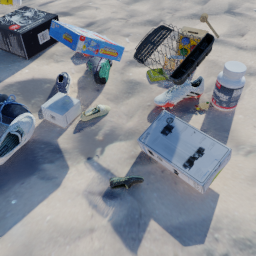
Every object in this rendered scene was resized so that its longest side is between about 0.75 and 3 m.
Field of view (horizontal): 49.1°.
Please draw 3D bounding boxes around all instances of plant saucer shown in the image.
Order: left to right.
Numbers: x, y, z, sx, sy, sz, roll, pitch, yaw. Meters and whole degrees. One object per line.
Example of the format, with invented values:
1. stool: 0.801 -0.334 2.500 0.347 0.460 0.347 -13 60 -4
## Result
1. plant saucer: 1.476 -2.711 13.965 0.920 0.220 0.919 -9 45 -9

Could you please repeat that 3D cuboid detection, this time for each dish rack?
1. dish rack: 1.602 -3.042 10.864 2.885 0.787 2.213 38 83 30

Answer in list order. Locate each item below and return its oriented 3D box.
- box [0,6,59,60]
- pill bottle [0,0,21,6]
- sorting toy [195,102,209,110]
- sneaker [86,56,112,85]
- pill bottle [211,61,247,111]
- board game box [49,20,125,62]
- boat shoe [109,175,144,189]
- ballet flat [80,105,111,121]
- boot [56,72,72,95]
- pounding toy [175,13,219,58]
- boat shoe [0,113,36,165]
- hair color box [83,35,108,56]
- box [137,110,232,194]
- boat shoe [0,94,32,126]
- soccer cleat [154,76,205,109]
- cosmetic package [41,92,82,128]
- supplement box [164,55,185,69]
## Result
1. box: -5.749 -5.461 15.830 2.634 1.506 2.892 22 48 22
2. pill bottle: -3.993 -4.339 9.403 0.751 0.422 0.422 3 43 -15
3. sorting toy: 3.267 -0.918 12.211 0.761 0.129 0.367 -16 47 -17
4. sneaker: -1.563 -2.855 13.740 1.204 1.023 2.750 -4 33 12
5. pill bottle: 4.265 -1.780 11.809 1.143 1.911 1.143 0 45 0
6. board game box: -1.639 -3.445 11.094 2.173 0.620 2.219 1 28 -43
7. boat shoe: -0.037 1.830 9.260 1.159 0.414 0.381 -4 53 -1
8. ballet flat: -1.343 -0.716 11.769 1.421 0.494 0.494 -27 51 -25
9. boot: -3.017 -2.304 13.127 0.654 0.812 1.797 -7 45 -7
10. pounding toy: 3.616 -4.640 14.457 1.988 2.263 1.035 19 48 18
11. boat shoe: -4.085 0.344 10.280 0.887 0.805 2.412 38 54 -21
12. hair color box: -1.832 -4.614 15.689 1.630 0.521 0.904 -21 48 -18
13. box: 1.893 0.755 9.681 2.803 0.843 1.635 33 72 30
14. boat shoe: -5.288 -0.884 11.551 2.900 0.996 1.220 16 47 16
15. soccer cleat: 2.267 -1.612 12.247 2.498 1.064 0.857 -16 47 -16
16. cosmetic package: -2.753 -0.782 11.667 1.147 0.707 1.151 22 47 21
17. supplement box: 2.368 -3.362 14.340 0.985 0.621 0.362 4 44 5
